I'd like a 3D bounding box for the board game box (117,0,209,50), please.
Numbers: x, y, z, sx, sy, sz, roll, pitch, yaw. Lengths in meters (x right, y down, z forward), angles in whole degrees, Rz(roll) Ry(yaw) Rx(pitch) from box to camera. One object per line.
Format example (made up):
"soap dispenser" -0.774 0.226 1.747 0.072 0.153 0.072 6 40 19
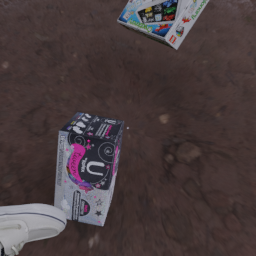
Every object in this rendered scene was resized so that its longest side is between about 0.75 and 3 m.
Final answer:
"board game box" 0.646 -2.414 5.505 1.306 0.358 2.068 -56 38 11

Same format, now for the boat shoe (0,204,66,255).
"boat shoe" -1.662 1.396 3.620 0.709 1.970 0.647 -45 48 24

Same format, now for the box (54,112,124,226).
"box" -0.624 0.654 4.639 0.881 1.015 1.536 9 111 3
